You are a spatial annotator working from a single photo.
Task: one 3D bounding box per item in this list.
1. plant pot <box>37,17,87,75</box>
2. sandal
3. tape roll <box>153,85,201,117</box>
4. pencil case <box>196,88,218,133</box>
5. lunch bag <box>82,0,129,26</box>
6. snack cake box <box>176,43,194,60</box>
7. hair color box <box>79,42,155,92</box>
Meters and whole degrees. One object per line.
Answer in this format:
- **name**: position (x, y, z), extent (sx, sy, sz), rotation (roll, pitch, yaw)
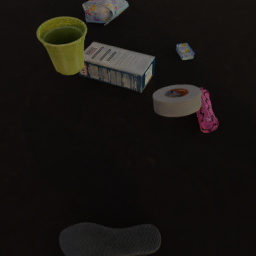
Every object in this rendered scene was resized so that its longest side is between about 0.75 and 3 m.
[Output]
- **plant pot**: position (-2.013, -2.566, 9.118), extent (1.529, 1.406, 1.529), rotation (-1, 53, 1)
- **sandal**: position (-0.406, 2.685, 6.427), extent (2.318, 0.496, 0.882), rotation (4, 54, -9)
- **tape roll**: position (1.473, -0.848, 8.437), extent (1.428, 0.472, 1.428), rotation (-9, 28, 5)
- **pencil case**: position (2.520, -0.610, 9.231), extent (0.689, 0.711, 1.518), rotation (-4, 48, 0)
- **lunch bag**: position (-1.064, -5.830, 13.798), extent (1.778, 1.130, 1.507), rotation (13, 46, 25)
- **snack cake box**: position (2.433, -3.278, 11.982), extent (0.487, 0.284, 0.847), rotation (-9, 48, -10)
- **hair color box**: position (-0.451, -2.384, 10.788), extent (2.694, 0.815, 1.347), rotation (19, 50, 17)
